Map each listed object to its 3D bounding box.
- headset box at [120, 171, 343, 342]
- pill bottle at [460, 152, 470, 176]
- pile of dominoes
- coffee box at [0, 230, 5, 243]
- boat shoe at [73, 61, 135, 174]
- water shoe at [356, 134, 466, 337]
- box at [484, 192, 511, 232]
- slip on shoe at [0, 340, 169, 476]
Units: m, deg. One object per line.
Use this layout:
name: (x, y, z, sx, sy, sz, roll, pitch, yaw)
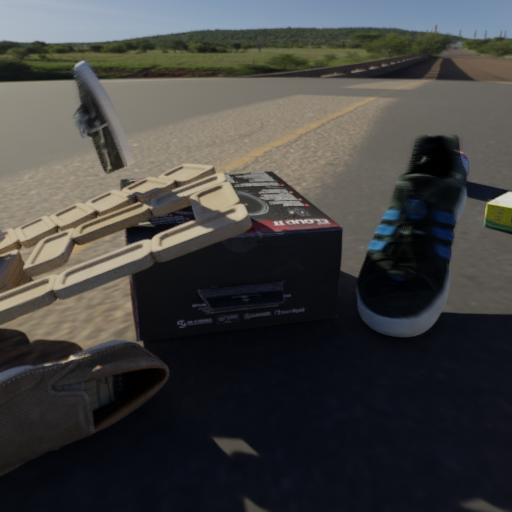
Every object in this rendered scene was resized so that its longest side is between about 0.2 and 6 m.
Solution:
headset box: (-0.513, -0.149, 7.849, 2.585, 1.342, 3.474, -6, 23, -14)
pill bottle: (4.558, -2.116, 13.648, 1.302, 0.708, 0.708, -15, 26, -33)
pile of dominoes: (-2.114, 0.073, 6.533, 4.092, 0.651, 3.189, -20, 23, -1)
coffee box: (-3.824, -0.100, 6.622, 1.414, 0.564, 0.809, -11, 28, 27)
boat shoe: (-2.038, -1.697, 7.106, 0.506, 1.481, 0.547, -30, 51, -14)
water shoe: (2.048, -0.429, 7.493, 1.171, 1.293, 3.276, 5, 45, 26)
box: (5.534, -0.680, 10.332, 2.168, 0.524, 1.272, 16, 26, 40)
slip on shoe: (-1.693, 1.345, 4.922, 0.649, 0.815, 2.143, 10, 16, 36)
